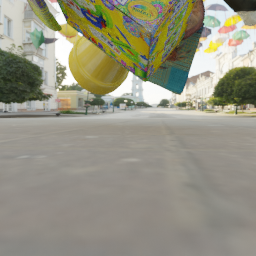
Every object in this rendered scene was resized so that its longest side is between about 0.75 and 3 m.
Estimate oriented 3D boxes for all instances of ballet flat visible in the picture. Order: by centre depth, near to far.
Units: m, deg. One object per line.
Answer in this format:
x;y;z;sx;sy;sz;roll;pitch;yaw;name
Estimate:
4.056;-3.471;8.353;2.571;0.879;0.874;5;16;0;ballet flat

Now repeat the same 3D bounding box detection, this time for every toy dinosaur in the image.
1.524;-2.867;8.109;2.516;1.705;1.080;-39;-29;32;toy dinosaur

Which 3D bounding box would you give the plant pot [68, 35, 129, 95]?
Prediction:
-0.841;-3.071;11.571;2.656;2.656;2.499;-2;-18;-32;plant pot

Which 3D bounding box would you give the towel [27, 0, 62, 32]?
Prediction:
-2.290;-3.400;5.852;0.295;2.594;1.863;-33;46;-9;towel

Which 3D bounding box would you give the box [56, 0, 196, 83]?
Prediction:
-0.144;-2.940;6.447;2.885;1.760;2.779;39;-6;7;box

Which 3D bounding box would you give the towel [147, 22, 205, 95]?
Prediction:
1.421;-2.487;9.349;1.757;2.396;0.260;30;29;29;towel
